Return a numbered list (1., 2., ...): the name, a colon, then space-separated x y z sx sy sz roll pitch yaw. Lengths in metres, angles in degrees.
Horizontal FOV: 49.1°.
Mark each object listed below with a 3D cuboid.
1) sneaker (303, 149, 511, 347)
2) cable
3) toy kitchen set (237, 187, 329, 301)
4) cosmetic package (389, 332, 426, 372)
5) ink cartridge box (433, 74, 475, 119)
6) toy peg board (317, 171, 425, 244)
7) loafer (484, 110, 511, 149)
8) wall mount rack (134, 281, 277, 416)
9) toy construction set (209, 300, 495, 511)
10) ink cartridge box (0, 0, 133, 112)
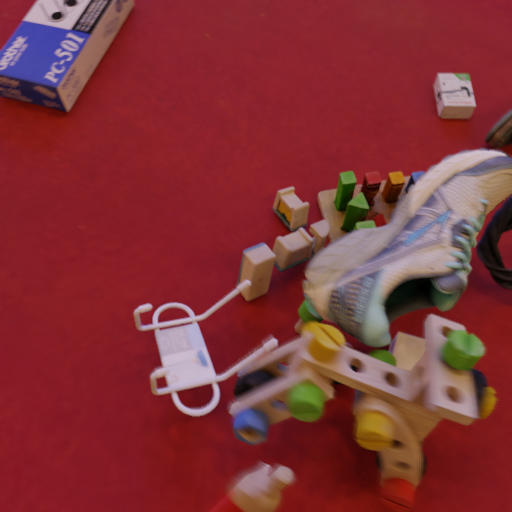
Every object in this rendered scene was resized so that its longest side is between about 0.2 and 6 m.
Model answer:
1. sneaker: 2.298 -0.019 7.174 3.308 1.284 1.428 -38 46 -5
2. cable: 4.108 -0.275 8.149 1.850 1.509 0.470 -11 20 -5
3. toy kitchen set: 0.214 -0.231 8.653 1.486 0.876 1.191 -22 55 -27
4. cosmetic package: 2.175 1.460 7.782 0.638 0.526 0.526 16 64 9
5. ink cartridge box: 3.601 -2.904 10.184 0.583 0.330 0.796 0 62 0
6. toy peg board: 2.120 -0.517 8.589 1.900 0.933 1.908 -10 64 -5
7. loafer: 4.917 -2.424 9.723 2.185 0.785 0.687 -35 74 -19
8. wall mount rack: -0.673 1.056 7.190 1.574 0.675 1.812 -11 47 -17
9. toy construction set: 1.008 1.644 6.071 2.681 2.470 3.215 44 45 14
10. ink cartridge box: -3.628 -4.189 10.665 1.434 0.675 3.051 15 63 8
